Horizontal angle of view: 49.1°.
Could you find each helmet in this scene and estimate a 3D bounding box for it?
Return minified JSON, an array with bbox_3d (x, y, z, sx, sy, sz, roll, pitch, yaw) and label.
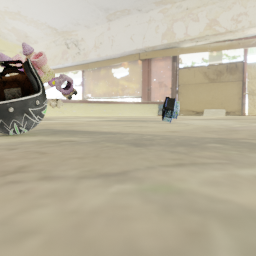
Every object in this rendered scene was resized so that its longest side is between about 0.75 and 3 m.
[{"bbox_3d":[-1.929,-0.467,4.669,1.248,1.190,1.248,-16,-12,-3],"label":"helmet"}]

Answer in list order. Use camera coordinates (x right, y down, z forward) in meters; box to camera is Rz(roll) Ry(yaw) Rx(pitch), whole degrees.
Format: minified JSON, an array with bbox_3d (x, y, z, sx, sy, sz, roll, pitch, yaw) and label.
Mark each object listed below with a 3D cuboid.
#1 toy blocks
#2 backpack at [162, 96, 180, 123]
[{"bbox_3d":[-3.071,-1.504,8.168,2.045,1.842,2.189,-42,51,-19],"label":"toy blocks"},{"bbox_3d":[1.569,-0.621,10.350,0.612,0.832,0.762,13,46,1],"label":"backpack"}]
